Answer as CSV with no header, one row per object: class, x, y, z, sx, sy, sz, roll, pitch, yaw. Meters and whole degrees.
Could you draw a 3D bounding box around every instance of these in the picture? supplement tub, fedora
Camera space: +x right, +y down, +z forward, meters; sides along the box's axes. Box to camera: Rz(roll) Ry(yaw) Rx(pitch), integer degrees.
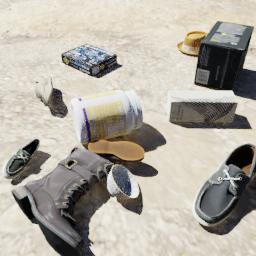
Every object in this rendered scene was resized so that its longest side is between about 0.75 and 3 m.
supplement tub,-0.706,-0.406,9.182,2.081,1.513,1.513,-13,41,-15
fedora,3.628,-4.588,14.803,2.053,0.837,2.053,-2,40,1

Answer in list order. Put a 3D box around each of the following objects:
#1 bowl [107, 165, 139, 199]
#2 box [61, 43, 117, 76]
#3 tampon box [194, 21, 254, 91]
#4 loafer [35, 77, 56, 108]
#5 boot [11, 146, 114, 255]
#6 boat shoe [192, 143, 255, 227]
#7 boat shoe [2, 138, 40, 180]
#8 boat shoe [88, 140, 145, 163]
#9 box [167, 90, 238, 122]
bowl,-0.223,1.539,7.503,1.022,0.480,1.022,39,25,-22
box,-1.896,-3.376,13.626,2.187,0.503,1.738,28,47,30
tampon box,4.180,-3.165,12.173,1.689,2.005,2.675,18,43,21
loafer,-3.280,-1.378,11.031,0.718,0.796,2.102,-11,31,-11
boot,-1.312,1.580,7.159,2.504,0.996,2.876,-32,46,-33
boat shoe,2.633,1.406,7.451,1.017,0.957,2.831,31,50,30
boat shoe,-3.135,0.855,8.289,0.528,0.475,1.492,40,44,-15
boat shoe,-0.324,0.746,8.460,1.732,0.609,0.610,10,57,16
box,2.620,-0.787,10.121,2.344,0.963,0.801,-1,40,1
